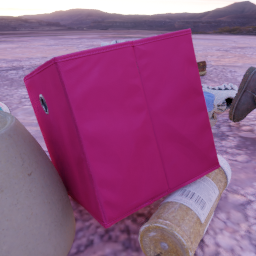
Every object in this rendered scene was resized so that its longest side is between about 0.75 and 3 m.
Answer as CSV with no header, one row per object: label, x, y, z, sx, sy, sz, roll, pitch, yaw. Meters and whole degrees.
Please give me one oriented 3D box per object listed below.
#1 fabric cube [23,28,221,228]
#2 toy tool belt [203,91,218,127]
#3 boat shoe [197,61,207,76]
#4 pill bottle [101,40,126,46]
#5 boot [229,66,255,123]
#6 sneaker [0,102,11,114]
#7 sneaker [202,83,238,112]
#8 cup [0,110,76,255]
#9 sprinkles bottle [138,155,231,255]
fabric cube,-0.207,-0.130,5.092,2.407,2.400,2.362,-20,12,-27
toy tool belt,2.066,-0.688,8.596,1.507,1.483,2.414,16,28,33
boat shoe,3.281,-3.590,16.274,2.574,0.869,0.927,7,24,16
pill bottle,-0.258,-4.783,18.077,2.938,1.672,1.672,-2,23,-6
boot,4.236,-0.469,8.010,2.387,2.170,0.866,35,57,29
sneaker,-5.112,-0.480,8.708,2.709,1.133,1.636,17,19,32
sneaker,2.966,-1.016,10.229,2.529,0.950,1.025,-7,43,-4
cup,-2.284,0.891,4.184,2.826,2.021,2.826,0,24,0
sprinkles bottle,1.092,1.262,4.813,0.835,0.835,2.446,13,26,28
